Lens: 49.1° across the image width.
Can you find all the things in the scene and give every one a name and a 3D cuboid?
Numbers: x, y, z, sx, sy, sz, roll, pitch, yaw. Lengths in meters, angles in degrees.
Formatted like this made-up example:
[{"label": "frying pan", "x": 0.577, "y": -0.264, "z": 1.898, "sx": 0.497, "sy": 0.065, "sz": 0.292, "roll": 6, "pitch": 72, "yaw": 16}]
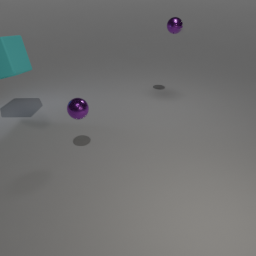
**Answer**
[{"label": "cube", "x": -4.824, "y": -2.673, "z": 10.776, "sx": 1.400, "sy": 1.400, "sz": 1.400, "roll": -10, "pitch": 19, "yaw": 13}, {"label": "ball", "x": -1.611, "y": -0.623, "z": 9.012, "sx": 0.700, "sy": 0.700, "sz": 0.700, "roll": 0, "pitch": 29, "yaw": 0}, {"label": "ball", "x": 2.053, "y": -4.494, "z": 12.281, "sx": 0.700, "sy": 0.700, "sz": 0.700, "roll": 0, "pitch": 29, "yaw": 0}]
